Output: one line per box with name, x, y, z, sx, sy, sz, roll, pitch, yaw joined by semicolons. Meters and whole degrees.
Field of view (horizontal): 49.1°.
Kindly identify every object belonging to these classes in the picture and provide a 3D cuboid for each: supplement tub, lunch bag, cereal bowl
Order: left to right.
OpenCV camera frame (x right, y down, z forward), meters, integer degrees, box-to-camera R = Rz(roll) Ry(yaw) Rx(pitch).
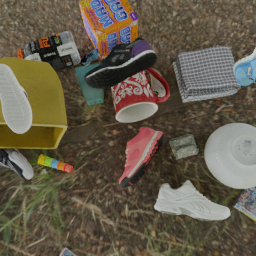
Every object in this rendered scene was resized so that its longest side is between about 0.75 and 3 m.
supplement tub;-3.307;-3.084;11.833;2.334;1.430;1.430;-20;75;-7
lunch bag;2.224;0.752;11.134;0.996;0.694;0.835;-16;91;-4
cereal bowl;4.375;0.968;10.766;2.639;1.099;2.639;-1;71;2

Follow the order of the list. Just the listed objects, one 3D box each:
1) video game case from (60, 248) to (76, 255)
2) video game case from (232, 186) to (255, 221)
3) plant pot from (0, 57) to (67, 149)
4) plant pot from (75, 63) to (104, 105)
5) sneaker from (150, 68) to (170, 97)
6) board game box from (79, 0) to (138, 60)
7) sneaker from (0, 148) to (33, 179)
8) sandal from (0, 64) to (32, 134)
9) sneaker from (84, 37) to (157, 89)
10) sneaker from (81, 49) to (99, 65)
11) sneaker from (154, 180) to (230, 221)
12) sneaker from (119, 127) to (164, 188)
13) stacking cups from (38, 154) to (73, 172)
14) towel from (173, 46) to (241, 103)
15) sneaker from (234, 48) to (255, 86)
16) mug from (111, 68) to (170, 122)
video game case;-2.215;5.032;10.151;0.888;0.116;0.975;33;77;9
video game case;4.759;2.814;10.781;1.037;0.146;1.147;33;76;10
plant pot;-3.767;-0.939;10.141;2.685;2.703;2.765;3;70;-22
plant pot;-1.512;-1.755;11.715;1.023;1.024;1.448;-12;83;-3
sneaker;1.225;-1.898;11.971;0.650;0.556;1.493;-26;75;-2
board game box;-0.793;-4.455;12.028;1.814;1.815;1.813;-25;75;-7
sneaker;-4.870;1.364;10.814;2.568;0.969;1.461;42;78;17
sandal;-3.178;-0.835;7.907;0.810;0.489;1.992;-12;104;5
sneaker;-0.340;-2.053;8.787;2.333;0.884;1.022;-23;62;-5
sneaker;-1.662;-3.071;12.155;0.957;0.431;0.375;-37;75;24
sneaker;2.432;2.642;10.387;2.756;1.074;1.369;11;71;2
sneaker;0.309;1.101;11.013;1.157;0.983;2.668;29;72;23
stacking cups;-2.861;1.420;11.047;1.339;0.405;0.405;16;74;5
towel;3.297;-2.316;11.808;2.460;1.053;2.037;-8;73;-2
sneaker;4.242;-1.821;9.261;1.011;2.580;1.160;0;81;1
mug;0.269;-1.736;11.531;2.287;1.719;2.576;-1;65;-34
